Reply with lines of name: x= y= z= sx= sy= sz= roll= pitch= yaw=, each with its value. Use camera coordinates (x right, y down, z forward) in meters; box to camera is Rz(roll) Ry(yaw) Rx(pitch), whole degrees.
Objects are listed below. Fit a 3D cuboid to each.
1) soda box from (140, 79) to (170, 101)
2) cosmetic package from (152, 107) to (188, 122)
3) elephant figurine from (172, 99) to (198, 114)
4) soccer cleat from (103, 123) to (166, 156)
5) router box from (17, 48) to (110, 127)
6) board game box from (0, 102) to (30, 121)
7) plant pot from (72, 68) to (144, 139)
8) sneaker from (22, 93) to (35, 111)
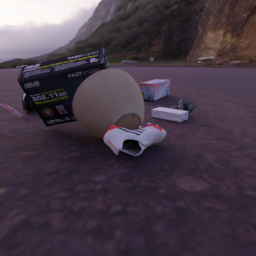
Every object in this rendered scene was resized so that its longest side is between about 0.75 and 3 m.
soda box: x=1.547 y=-2.165 z=15.625 sx=0.855 sy=0.920 sz=2.691 roll=7 pitch=17 yaw=25
cosmetic package: x=1.581 y=-0.521 z=10.673 sx=1.320 sy=0.334 sz=0.545 roll=13 pitch=20 yaw=40
elephant figurine: x=2.129 y=-0.799 z=11.231 sx=0.808 sy=0.737 sz=1.042 roll=26 pitch=-6 yaw=-11
soccer cleat: x=0.289 y=0.332 z=7.075 sx=1.979 sy=0.679 sz=0.843 roll=2 pitch=40 yaw=-39
router box: x=-1.724 y=-1.184 z=8.778 sx=2.653 sy=1.988 sz=0.824 roll=-11 pitch=45 yaw=8
board game box: x=-3.031 y=-0.443 z=7.428 sx=0.813 sy=0.079 sz=0.418 roll=29 pitch=-5 yaw=14
plant pot: x=-0.346 y=-0.422 z=7.767 sx=2.046 sy=2.046 sz=1.374 roll=-8 pitch=40 yaw=-28
sneaker: x=-3.813 y=-1.285 z=12.540 sx=1.070 sy=0.832 sz=2.379 roll=-1 pitch=13 yaw=7
